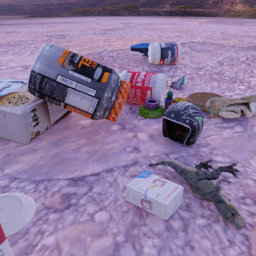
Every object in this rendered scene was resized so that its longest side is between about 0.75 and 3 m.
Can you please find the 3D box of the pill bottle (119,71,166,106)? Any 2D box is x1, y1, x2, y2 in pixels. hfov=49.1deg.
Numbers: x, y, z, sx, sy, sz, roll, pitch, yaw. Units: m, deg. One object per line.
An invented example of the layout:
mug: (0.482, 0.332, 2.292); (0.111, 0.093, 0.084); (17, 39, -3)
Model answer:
pill bottle: (0.313, -1.531, 10.580); (2.107, 1.183, 1.183); (9, 28, 17)

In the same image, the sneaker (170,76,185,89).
sneaker: (2.220, -2.072, 12.550); (0.508, 0.432, 1.160); (5, 27, 22)

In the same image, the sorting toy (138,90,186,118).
sorting toy: (1.296, -0.809, 9.607); (1.871, 0.768, 1.124); (11, 29, 21)

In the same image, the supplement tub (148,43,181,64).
supplement tub: (2.090, -4.268, 16.034); (1.711, 1.201, 1.201); (-2, 27, -4)

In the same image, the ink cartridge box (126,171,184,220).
ink cartridge box: (0.547, 1.341, 5.708); (0.975, 0.413, 0.704); (20, 32, 32)

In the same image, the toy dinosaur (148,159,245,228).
toy dinosaur: (1.647, 1.068, 6.128); (1.137, 0.612, 2.580); (-22, 30, -25)

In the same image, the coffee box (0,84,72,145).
coffee box: (-2.991, -0.634, 8.877); (1.434, 1.013, 2.538); (14, 32, 21)

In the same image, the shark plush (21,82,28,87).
shark plush: (-4.053, -0.961, 9.488); (2.133, 0.888, 0.969); (-28, 74, -37)

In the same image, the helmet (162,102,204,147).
helmet: (1.558, -0.179, 7.915); (1.209, 1.153, 1.209); (0, 27, 0)

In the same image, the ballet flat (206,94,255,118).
ballet flat: (3.814, -0.663, 9.578); (2.294, 0.809, 0.749); (-6, 53, -6)

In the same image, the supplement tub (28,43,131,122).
supplement tub: (-1.353, -1.219, 8.049); (2.609, 1.598, 1.598); (22, 25, -8)

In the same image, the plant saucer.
plant saucer: (2.985, -1.018, 10.625); (1.731, 0.255, 1.731); (1, 26, 0)

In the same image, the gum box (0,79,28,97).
gum box: (-4.723, -1.472, 11.259); (2.090, 0.466, 1.775); (7, 27, 10)

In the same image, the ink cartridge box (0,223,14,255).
ink cartridge box: (-2.041, 1.845, 3.038); (1.282, 1.772, 1.288); (4, 26, 31)

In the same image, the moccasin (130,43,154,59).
moccasin: (1.304, -4.712, 17.358); (2.583, 0.881, 1.039); (13, 37, 27)

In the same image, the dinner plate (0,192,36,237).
dinner plate: (-2.460, 1.632, 5.447); (1.281, 0.155, 1.281); (-1, 25, 0)

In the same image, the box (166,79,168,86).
box: (1.319, -2.079, 12.731); (0.977, 0.245, 0.368); (4, 27, 9)
